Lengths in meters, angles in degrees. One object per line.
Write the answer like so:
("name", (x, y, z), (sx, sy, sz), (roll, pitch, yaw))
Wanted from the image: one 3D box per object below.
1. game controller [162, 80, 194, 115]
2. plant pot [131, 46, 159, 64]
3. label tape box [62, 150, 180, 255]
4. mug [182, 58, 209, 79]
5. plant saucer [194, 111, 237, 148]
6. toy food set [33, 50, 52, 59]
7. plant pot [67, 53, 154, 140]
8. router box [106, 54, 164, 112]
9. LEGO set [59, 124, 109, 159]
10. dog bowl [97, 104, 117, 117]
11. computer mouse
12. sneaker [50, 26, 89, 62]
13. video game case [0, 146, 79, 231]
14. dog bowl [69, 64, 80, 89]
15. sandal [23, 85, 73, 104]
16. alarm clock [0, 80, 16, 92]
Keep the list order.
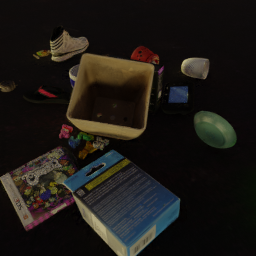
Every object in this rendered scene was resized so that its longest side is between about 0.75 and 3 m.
("game controller", (2.116, -1.329, 11.732), (1.258, 0.508, 2.412), (7, 38, 8))
("plant pot", (0.850, -3.276, 13.761), (1.053, 1.156, 1.156), (38, 51, 27))
("label tape box", (-0.223, 1.869, 7.340), (1.841, 0.849, 2.569), (-31, 45, -31))
("mug", (3.264, -2.886, 13.524), (1.111, 0.936, 1.267), (15, 10, 29))
("plant saucer", (2.728, 0.139, 9.082), (1.549, 1.549, 0.278), (30, 62, 33))
("toy food set", (-4.743, -4.217, 15.685), (1.037, 0.208, 0.716), (-29, 46, -32))
("plant pot", (-0.514, -0.767, 9.265), (2.292, 2.032, 2.295), (9, 68, 1))
("router box", (0.154, -1.814, 11.282), (2.441, 1.821, 0.623), (17, 42, 20))
("LEGO set", (-1.540, 0.569, 9.227), (1.686, 0.643, 0.692), (18, 44, 12))
("dog bowl", (-1.197, -0.952, 11.146), (1.713, 0.632, 1.713), (0, 38, 0))
("computer mouse", (-1.642, 1.079, 8.672), (1.390, 0.456, 1.979), (-14, 41, -16))
("sneaker", (-3.161, -4.869, 15.361), (1.067, 1.627, 2.828), (19, 42, 22))
("video game case", (-2.291, 1.567, 7.769), (1.921, 0.344, 1.741), (-28, 56, -23))
("dog bowl", (-1.769, -2.331, 12.829), (1.746, 0.688, 1.746), (0, 36, 0))
("sandal", (-3.145, -1.476, 11.847), (2.601, 0.586, 0.977), (4, 38, 5))
("alarm clock", (-5.514, -1.864, 12.604), (0.634, 0.313, 0.939), (23, 47, 27))
